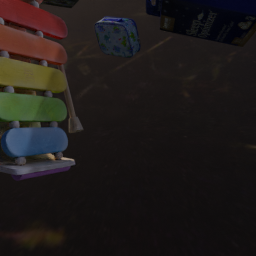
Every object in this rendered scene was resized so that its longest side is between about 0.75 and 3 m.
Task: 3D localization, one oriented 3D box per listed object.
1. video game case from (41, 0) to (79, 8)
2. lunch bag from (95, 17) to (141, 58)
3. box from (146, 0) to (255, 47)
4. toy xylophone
[{"bbox_3d":[-2.104,-3.898,8.553,0.979,0.130,1.370,0,14,-21],"label":"video game case"},{"bbox_3d":[-0.212,-1.891,5.777,0.955,0.768,0.394,19,51,37],"label":"lunch bag"},{"bbox_3d":[1.546,-2.448,6.088,2.479,1.502,0.402,15,86,6],"label":"box"},{"bbox_3d":[-1.409,-0.759,4.164,0.735,2.925,2.142,-13,2,31],"label":"toy xylophone"}]
